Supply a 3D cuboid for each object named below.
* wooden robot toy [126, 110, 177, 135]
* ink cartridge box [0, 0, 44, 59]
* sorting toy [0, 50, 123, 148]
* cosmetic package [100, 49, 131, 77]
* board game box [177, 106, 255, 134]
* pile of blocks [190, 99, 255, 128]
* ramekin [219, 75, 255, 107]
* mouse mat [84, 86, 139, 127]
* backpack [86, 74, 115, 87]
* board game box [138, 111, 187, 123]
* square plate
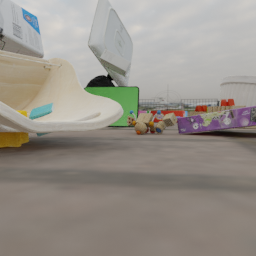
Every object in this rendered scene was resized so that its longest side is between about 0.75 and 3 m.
[{"bbox_3d":[0.344,-0.007,5.195,1.088,0.479,0.494,2,39,31],"label":"wooden robot toy"},{"bbox_3d":[-4.130,-3.107,8.376,1.226,2.090,2.854,-38,-37,27],"label":"ink cartridge box"},{"bbox_3d":[-1.306,-0.312,3.096,2.207,1.310,2.452,12,8,37],"label":"sorting toy"},{"bbox_3d":[-0.333,-1.735,7.510,0.779,0.316,0.440,29,-11,4],"label":"cosmetic package"},{"bbox_3d":[2.366,-0.205,4.851,2.596,0.419,1.558,-8,-8,43],"label":"board game box"},{"bbox_3d":[2.898,-0.449,8.393,1.076,0.814,2.621,-1,4,-25],"label":"pile of blocks"},{"bbox_3d":[4.022,-0.826,8.933,2.255,1.184,2.255,11,2,0],"label":"ramekin"},{"bbox_3d":[-0.552,-0.653,8.277,1.754,1.411,0.066,1,-27,6],"label":"mouse mat"},{"bbox_3d":[-0.778,-0.856,9.634,1.288,1.698,2.035,-4,-3,7],"label":"backpack"},{"bbox_3d":[1.410,-0.542,13.205,2.589,0.522,1.981,1,3,16],"label":"board game box"},{"bbox_3d":[-0.390,-2.676,8.905,0.325,2.265,2.287,-7,-32,25],"label":"square plate"}]
